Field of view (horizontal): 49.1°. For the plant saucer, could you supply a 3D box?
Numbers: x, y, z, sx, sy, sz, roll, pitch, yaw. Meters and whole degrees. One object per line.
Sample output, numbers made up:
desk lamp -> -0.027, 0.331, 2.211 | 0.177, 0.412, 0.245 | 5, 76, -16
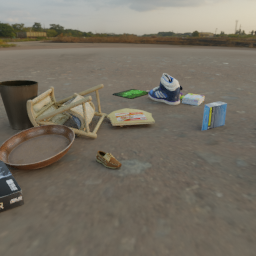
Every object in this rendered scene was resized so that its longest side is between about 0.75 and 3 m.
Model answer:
plant saucer -> -2.803, 0.601, 8.783 | 2.356, 0.406, 2.356 | -7, 28, 4

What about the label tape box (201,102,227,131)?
label tape box -> 3.371, -0.495, 11.345 | 1.332, 0.954, 0.440 | -12, 24, -29

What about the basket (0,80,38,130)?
basket -> -4.336, -0.932, 11.304 | 1.623, 1.800, 1.224 | 4, 21, 9

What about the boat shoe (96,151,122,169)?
boat shoe -> -0.613, 0.933, 8.384 | 0.963, 0.356, 0.364 | 16, 26, 36

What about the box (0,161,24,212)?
box -> -3.545, 1.506, 6.790 | 1.477, 0.401, 1.844 | -14, 25, -33

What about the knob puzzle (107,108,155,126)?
knob puzzle -> 0.072, -0.434, 12.112 | 2.168, 0.301, 2.168 | 0, 21, 0

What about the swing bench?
swing bench -> -2.296, -0.705, 11.147 | 2.464, 1.598, 2.450 | -3, 21, 8

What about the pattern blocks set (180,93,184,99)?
pattern blocks set -> 2.563, -1.807, 16.000 | 1.433, 0.132, 1.631 | 15, 26, 34

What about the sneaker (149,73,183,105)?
sneaker -> 1.869, -2.214, 14.809 | 0.886, 1.610, 2.199 | -28, 35, -27

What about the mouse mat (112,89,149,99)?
mouse mat -> 0.249, -2.075, 16.852 | 1.590, 0.074, 1.975 | 17, 25, 38

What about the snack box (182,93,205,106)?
snack box -> 3.500, -1.536, 14.972 | 0.900, 0.361, 1.067 | 12, 25, 28
